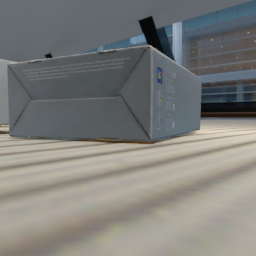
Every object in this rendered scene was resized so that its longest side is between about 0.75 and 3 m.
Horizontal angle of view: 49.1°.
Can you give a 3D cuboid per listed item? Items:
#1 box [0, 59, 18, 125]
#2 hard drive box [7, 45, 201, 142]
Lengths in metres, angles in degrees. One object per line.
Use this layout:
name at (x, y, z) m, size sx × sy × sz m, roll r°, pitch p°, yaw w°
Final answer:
box at (-2.827, -0.586, 4.567) m, size 1.398 × 1.096 × 2.248 m, roll 2°, pitch 3°, yaw 37°
hard drive box at (-0.111, -0.406, 4.356) m, size 2.031 × 1.001 × 2.606 m, roll 1°, pitch 3°, yaw 26°
